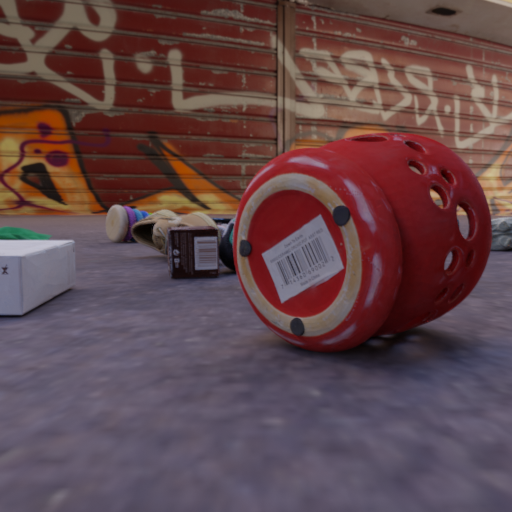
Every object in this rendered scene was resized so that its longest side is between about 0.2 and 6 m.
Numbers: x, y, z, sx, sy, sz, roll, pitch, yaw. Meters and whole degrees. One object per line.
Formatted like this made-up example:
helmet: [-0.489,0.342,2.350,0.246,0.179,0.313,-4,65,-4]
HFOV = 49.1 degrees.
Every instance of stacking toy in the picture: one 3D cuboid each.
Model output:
stacking toy: [-2.653,-0.765,14.236,2.155,0.920,0.920,1,4,-39]

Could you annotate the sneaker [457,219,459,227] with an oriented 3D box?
sneaker: [3.917,-0.560,12.715,0.815,0.772,2.018,0,-4,39]

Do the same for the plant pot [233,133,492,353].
plant pot: [0.668,-0.128,3.921,1.480,1.480,1.348,5,10,44]

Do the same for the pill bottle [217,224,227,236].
pill bottle: [-0.615,-0.283,10.242,0.580,0.580,1.001,1,5,9]

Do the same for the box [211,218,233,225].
box: [-1.679,-0.886,16.958,2.202,0.507,1.750,5,7,43]

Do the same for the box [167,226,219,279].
box: [-0.853,-0.061,7.456,0.640,0.647,0.779,-3,5,-11]

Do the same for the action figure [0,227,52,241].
action figure: [-3.684,-0.051,7.430,1.410,0.653,2.388,1,9,-8]

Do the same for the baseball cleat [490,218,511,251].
baseball cleat: [5.744,-0.529,11.323,2.497,0.871,1.329,3,6,18]

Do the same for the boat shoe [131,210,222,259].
boat shoe: [-1.337,-0.268,9.334,0.743,0.821,2.303,-22,19,-31]

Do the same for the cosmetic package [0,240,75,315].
cosmetic package: [-3.098,0.165,5.433,2.241,0.579,1.690,0,4,-3]

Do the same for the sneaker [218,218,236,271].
sneaker: [-0.019,-0.129,8.813,0.948,1.115,2.548,44,31,3]
